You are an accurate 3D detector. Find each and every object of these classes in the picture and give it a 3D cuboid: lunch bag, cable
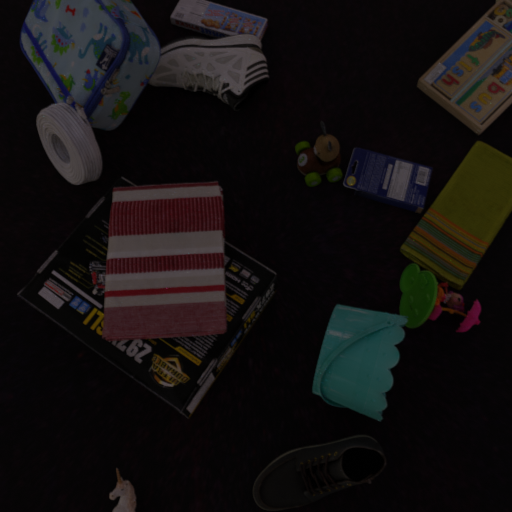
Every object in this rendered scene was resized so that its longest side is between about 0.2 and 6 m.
[{"bbox_3d":[-3.265,-4.006,10.742,2.343,1.202,2.914,-45,67,29],"label":"lunch bag"},{"bbox_3d":[-3.393,-2.011,10.199,0.523,1.511,1.511,-35,109,-32],"label":"cable"}]

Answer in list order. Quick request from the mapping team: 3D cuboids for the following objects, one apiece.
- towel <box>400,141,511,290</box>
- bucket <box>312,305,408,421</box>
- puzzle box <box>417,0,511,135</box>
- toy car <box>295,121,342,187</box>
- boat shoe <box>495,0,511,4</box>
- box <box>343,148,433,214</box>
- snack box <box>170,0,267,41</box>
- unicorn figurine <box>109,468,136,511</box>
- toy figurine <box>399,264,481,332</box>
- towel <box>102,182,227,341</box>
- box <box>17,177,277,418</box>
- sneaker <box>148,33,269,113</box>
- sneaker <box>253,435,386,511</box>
[{"bbox_3d":[3.989,-0.847,10.469,1.285,0.270,2.986,35,72,12],"label":"towel"},{"bbox_3d":[1.615,1.613,8.755,1.124,1.727,1.727,14,69,15],"label":"bucket"},{"bbox_3d":[4.758,-3.853,11.332,2.514,0.320,1.673,-45,74,-1],"label":"puzzle box"},{"bbox_3d":[1.215,-1.972,10.481,0.845,1.071,0.880,-12,68,-6],"label":"toy car"},{"bbox_3d":[5.720,-4.746,11.793,0.695,0.595,1.899,-33,78,21],"label":"boat shoe"},{"bbox_3d":[2.504,-1.464,10.717,1.552,0.251,0.940,17,69,5],"label":"box"},{"bbox_3d":[-0.804,-5.097,12.178,1.999,0.243,0.719,20,70,8],"label":"snack box"},{"bbox_3d":[-1.984,4.064,8.425,1.396,0.516,0.959,45,64,1],"label":"unicorn figurine"},{"bbox_3d":[3.214,0.807,9.598,1.225,0.999,1.331,19,32,-15],"label":"toy figurine"},{"bbox_3d":[-1.483,0.037,9.253,1.955,0.309,2.714,-3,66,-1],"label":"towel"},{"bbox_3d":[-1.777,0.604,9.586,3.442,0.849,2.748,31,73,12],"label":"box"},{"bbox_3d":[-0.934,-3.548,11.174,2.527,0.954,1.454,-14,67,-8],"label":"sneaker"},{"bbox_3d":[0.885,3.202,8.297,2.110,1.121,0.789,-23,73,0],"label":"sneaker"}]
